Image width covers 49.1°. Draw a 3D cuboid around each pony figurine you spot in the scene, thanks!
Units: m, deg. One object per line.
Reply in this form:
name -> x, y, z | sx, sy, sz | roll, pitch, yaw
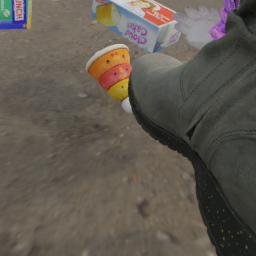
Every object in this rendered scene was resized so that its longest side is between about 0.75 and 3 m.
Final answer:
pony figurine -> 2.405, -2.488, 5.657 | 2.953, 2.459, 2.851 | -29, 60, -8

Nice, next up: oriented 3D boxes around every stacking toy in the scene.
stacking toy -> -0.130, -0.782, 4.877 | 0.840, 0.840, 1.150 | -26, 83, -28

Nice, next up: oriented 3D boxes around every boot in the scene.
boot -> 0.577, -0.402, 1.476 | 0.709, 1.368, 2.095 | -3, 34, -16

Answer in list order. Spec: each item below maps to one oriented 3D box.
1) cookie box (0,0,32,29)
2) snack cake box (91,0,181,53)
cookie box -> -2.823, -2.789, 6.080 | 0.520, 1.184, 1.384 | 34, 36, 28
snack cake box -> 0.258, -3.043, 7.712 | 2.261, 0.760, 1.300 | 37, 46, 21
